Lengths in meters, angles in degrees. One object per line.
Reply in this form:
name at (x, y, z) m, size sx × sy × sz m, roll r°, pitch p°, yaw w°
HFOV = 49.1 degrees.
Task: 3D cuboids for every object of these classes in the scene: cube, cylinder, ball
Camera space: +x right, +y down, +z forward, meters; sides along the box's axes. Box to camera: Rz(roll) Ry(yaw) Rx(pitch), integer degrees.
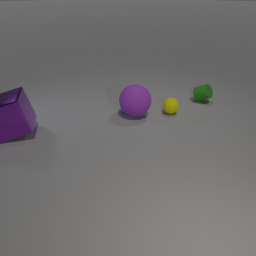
cube at (-4.476, -0.508, 10.633) m, size 1.400 × 1.400 × 1.400 m, roll -18°, pitch 32°, yaw -1°
cylinder at (3.656, -1.728, 13.675) m, size 0.700 × 0.700 × 0.700 m, roll -11°, pitch 15°, yaw 44°
ball at (0.315, -1.199, 12.156) m, size 1.400 × 1.400 × 1.400 m, roll 0°, pitch 28°, yaw 0°
ball at (1.922, -0.998, 12.558) m, size 0.700 × 0.700 × 0.700 m, roll 0°, pitch 28°, yaw 0°
